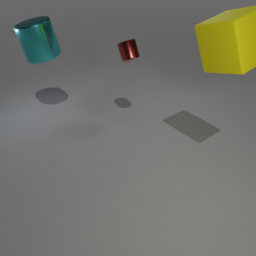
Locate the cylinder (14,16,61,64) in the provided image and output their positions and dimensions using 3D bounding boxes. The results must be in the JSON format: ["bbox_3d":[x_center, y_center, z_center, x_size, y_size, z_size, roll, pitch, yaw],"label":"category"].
[{"bbox_3d":[-3.488,-3.433,10.911,1.400,1.400,1.400,-10,35,7],"label":"cylinder"}]

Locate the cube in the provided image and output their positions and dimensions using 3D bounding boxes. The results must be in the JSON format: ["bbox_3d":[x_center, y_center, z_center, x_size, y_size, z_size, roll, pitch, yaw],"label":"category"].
[{"bbox_3d":[2.939,-2.418,7.745,1.400,1.400,1.400,-31,26,-22],"label":"cube"}]

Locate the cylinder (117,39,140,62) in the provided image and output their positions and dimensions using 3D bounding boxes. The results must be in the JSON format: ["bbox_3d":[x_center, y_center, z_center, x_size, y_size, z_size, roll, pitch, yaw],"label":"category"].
[{"bbox_3d":[0.028,-2.882,10.447,0.700,0.700,0.700,-16,13,4],"label":"cylinder"}]
